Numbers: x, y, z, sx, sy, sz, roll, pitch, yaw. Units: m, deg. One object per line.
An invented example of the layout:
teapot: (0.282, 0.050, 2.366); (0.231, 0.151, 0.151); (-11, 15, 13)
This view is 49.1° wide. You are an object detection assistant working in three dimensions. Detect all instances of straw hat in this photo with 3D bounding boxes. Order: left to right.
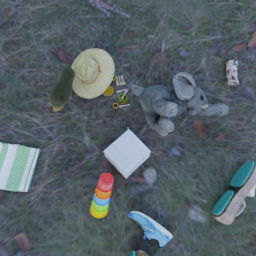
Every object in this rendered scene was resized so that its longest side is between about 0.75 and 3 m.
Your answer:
straw hat: (-1.444, -2.054, 9.926); (1.899, 0.804, 1.899); (-2, 83, 17)

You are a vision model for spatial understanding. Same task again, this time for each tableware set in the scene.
tableware set: (-0.512, -1.412, 10.765); (0.957, 0.218, 1.420); (-11, 72, -3)

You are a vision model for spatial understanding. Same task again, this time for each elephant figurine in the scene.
elephant figurine: (1.892, -1.004, 10.017); (2.665, 1.886, 2.068); (-30, 116, -18)

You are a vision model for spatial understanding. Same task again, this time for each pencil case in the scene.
pencil case: (4.071, -2.144, 10.905); (0.464, 0.403, 1.037); (-5, 69, 23)

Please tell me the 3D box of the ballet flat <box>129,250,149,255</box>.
ballet flat: (0.156, 5.216, 8.241); (1.075, 1.008, 2.973); (23, 68, -6)

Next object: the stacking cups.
stacking cups: (-0.760, 2.094, 8.539); (0.595, 1.965, 0.595); (8, 49, -9)

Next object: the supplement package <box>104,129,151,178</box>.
supplement package: (-0.024, 0.899, 9.646); (1.161, 0.854, 1.110); (-41, 76, -12)

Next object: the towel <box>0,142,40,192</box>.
towel: (-4.345, 1.303, 9.833); (2.183, 0.255, 1.665); (9, 72, 3)

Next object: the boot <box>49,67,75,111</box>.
boot: (-2.288, -0.995, 9.468); (0.598, 1.807, 1.583); (25, 61, -12)

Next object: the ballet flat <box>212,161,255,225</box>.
ballet flat: (3.722, 2.193, 9.361); (0.799, 0.809, 2.377); (42, 81, -9)

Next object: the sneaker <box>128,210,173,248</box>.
sneaker: (0.623, 3.238, 9.002); (1.589, 0.623, 0.714); (34, 78, 11)
